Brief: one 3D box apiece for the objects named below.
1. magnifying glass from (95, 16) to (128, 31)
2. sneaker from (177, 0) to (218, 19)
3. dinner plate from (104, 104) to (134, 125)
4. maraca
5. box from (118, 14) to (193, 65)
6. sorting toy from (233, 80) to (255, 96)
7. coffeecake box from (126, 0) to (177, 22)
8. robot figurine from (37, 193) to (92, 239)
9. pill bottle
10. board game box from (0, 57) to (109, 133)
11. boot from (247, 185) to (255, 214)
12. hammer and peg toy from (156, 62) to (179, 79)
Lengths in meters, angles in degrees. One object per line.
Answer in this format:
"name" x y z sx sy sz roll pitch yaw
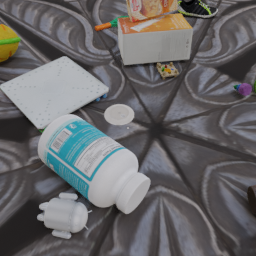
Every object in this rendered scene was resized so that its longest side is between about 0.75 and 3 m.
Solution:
"magnifying glass" -0.591 -4.319 11.618 1.659 0.186 0.660 -23 51 -22
"sneaker" 3.007 -5.168 11.996 1.773 0.734 0.636 1 47 1
"dinner plate" -0.251 -0.413 8.032 0.864 0.105 0.864 0 49 0
"maraca" -4.894 -2.837 9.433 2.472 1.323 1.695 -8 19 -2
"box" 0.875 -3.106 9.731 2.317 1.129 1.441 -7 42 -5
"sorting toy" 4.111 -1.443 8.770 1.936 0.671 0.667 -17 26 -18
"coffeecake box" 0.748 -4.300 9.047 1.605 1.232 0.586 -17 56 -2
"robot figurine" -1.269 1.760 5.665 1.049 0.592 0.889 9 87 8
"pill bottle" -0.716 0.790 6.078 2.411 1.335 1.335 33 55 25
"board game box" -2.232 -1.131 8.543 2.415 0.312 2.415 -34 56 -27
"boot" 3.537 2.010 5.175 2.058 0.989 2.815 2 46 2
"hammer and peg toy" 1.292 -1.991 9.355 0.605 0.290 0.822 -12 48 -11
